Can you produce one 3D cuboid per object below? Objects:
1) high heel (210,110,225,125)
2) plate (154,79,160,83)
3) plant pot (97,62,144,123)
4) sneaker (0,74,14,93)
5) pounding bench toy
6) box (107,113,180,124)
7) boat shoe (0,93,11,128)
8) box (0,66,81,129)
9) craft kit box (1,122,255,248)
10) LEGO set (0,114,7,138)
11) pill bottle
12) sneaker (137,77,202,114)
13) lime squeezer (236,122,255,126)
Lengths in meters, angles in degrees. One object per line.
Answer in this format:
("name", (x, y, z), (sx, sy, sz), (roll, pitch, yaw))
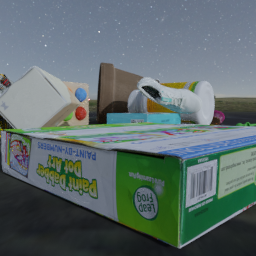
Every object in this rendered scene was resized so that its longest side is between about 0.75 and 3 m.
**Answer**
("high heel", (2.798, -0.546, 11.747), (2.354, 0.793, 1.131), (18, 21, 22))
("plate", (0.550, -1.525, 14.803), (2.742, 2.748, 0.444), (1, 45, 19))
("plant pot", (-0.186, -1.549, 13.079), (2.437, 2.795, 2.795), (4, 4, -10))
("sneaker", (-3.261, -1.139, 7.398), (1.145, 0.470, 0.446), (27, 59, 28))
("pounding bench toy", (-3.075, -0.927, 10.880), (2.128, 1.695, 2.728), (4, 6, 36))
("box", (0.478, -0.074, 6.695), (0.964, 0.576, 2.342), (2, 4, 26))
("boat shoe", (-4.106, -0.469, 8.266), (0.976, 1.069, 2.972), (-44, 3, -21))
("box", (-2.239, -0.655, 7.519), (1.363, 1.116, 2.870), (-41, 6, 2))
("craft kit box", (0.284, 0.249, 3.005), (2.393, 0.580, 2.363), (-4, 8, -43))
("LEGO set", (-4.192, -0.540, 6.467), (2.694, 1.561, 2.072), (0, 4, 6))
("pill bottle", (1.481, -0.838, 10.135), (2.864, 1.590, 1.590), (3, 5, 35))
("sneaker", (1.011, -0.736, 6.987), (1.727, 0.650, 0.764), (20, 18, 4))
("lime squeezer", (2.851, -0.028, 6.944), (0.954, 0.180, 0.337), (-8, -17, 4))
